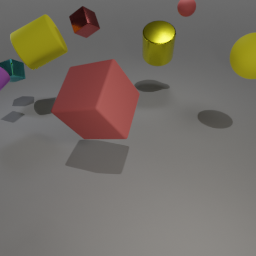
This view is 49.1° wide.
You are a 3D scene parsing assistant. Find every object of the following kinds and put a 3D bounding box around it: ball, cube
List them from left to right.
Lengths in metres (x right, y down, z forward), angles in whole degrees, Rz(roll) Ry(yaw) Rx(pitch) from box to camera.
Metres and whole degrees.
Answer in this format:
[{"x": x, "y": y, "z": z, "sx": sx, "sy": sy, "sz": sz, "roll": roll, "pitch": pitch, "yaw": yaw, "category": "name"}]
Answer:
[{"x": -4.695, "y": -2.304, "z": 11.343, "sx": 0.700, "sy": 0.700, "sz": 0.700, "roll": -11, "pitch": -5, "yaw": 23, "category": "cube"}, {"x": -1.551, "y": -3.771, "z": 10.023, "sx": 0.700, "sy": 0.700, "sz": 0.700, "roll": -24, "pitch": -10, "yaw": 29, "category": "cube"}, {"x": -0.747, "y": -0.642, "z": 6.964, "sx": 1.400, "sy": 1.400, "sz": 1.400, "roll": -2, "pitch": 59, "yaw": 31, "category": "cube"}, {"x": 2.230, "y": -4.600, "z": 10.639, "sx": 0.700, "sy": 0.700, "sz": 0.700, "roll": 0, "pitch": 32, "yaw": 0, "category": "ball"}, {"x": 3.895, "y": -2.222, "z": 8.680, "sx": 1.400, "sy": 1.400, "sz": 1.400, "roll": 0, "pitch": 32, "yaw": 0, "category": "ball"}]

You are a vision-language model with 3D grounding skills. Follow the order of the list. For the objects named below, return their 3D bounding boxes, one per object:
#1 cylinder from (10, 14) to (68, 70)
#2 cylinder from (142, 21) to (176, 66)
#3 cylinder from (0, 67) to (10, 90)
[{"x": -3.046, "y": -2.948, "z": 9.701, "sx": 1.400, "sy": 1.400, "sz": 1.400, "roll": -27, "pitch": 33, "yaw": 5, "category": "cylinder"}, {"x": 1.329, "y": -3.678, "z": 12.252, "sx": 1.400, "sy": 1.400, "sz": 1.400, "roll": -1, "pitch": 62, "yaw": 2, "category": "cylinder"}, {"x": -4.642, "y": -1.691, "z": 9.827, "sx": 0.700, "sy": 0.700, "sz": 0.700, "roll": 13, "pitch": 53, "yaw": 20, "category": "cylinder"}]
